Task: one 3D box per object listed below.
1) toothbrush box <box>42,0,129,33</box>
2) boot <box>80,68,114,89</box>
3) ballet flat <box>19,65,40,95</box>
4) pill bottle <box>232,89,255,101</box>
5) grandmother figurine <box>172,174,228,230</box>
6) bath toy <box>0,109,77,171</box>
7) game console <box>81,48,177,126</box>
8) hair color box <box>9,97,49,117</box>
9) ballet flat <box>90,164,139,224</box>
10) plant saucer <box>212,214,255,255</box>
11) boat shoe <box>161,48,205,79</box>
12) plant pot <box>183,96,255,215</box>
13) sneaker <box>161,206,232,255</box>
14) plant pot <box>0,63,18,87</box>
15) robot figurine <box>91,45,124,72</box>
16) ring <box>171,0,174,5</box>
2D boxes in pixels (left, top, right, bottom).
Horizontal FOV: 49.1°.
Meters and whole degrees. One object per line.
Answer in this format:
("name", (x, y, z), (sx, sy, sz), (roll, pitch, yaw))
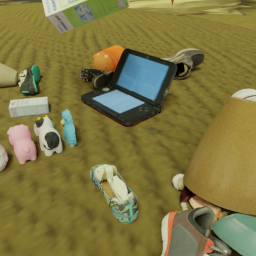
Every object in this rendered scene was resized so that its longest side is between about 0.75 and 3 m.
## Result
("toothbrush box", (-1.227, -3.776, 7.600), (2.118, 0.912, 1.542), (-18, 75, 10))
("boot", (-1.355, -2.016, 11.144), (1.191, 0.579, 1.581), (13, 30, 18))
("ballet flat", (-3.878, -1.921, 10.915), (0.722, 0.718, 2.111), (-13, 32, -5))
("pill bottle", (3.319, -0.051, 7.188), (1.394, 1.394, 2.483), (3, 31, 6))
("grandmother figurine", (1.406, 1.411, 5.739), (0.811, 0.405, 1.338), (-17, 37, -25))
("bath toy", (-2.558, 0.279, 7.103), (2.468, 0.912, 1.073), (-21, 37, -29))
("game console", (-0.066, -1.484, 9.364), (2.238, 1.541, 2.597), (-25, 39, -35))
("hair color box", (-3.235, -0.699, 9.209), (1.194, 0.362, 0.591), (-7, 32, -12))
("ballet flat", (-0.310, 1.158, 5.930), (0.687, 0.687, 1.851), (-17, 35, -25))
("plant saucer", (2.244, 1.758, 4.263), (1.857, 0.334, 1.857), (20, 2, -1))
("boat shoe", (2.165, -2.500, 11.717), (2.806, 1.045, 1.029), (-24, 48, -20))
("plant pot", (2.161, 0.391, 5.498), (1.761, 1.890, 1.761), (11, 13, -2))
("sneaker", (0.995, 1.981, 3.976), (0.973, 0.916, 2.377), (-33, 23, 23))
("plant pot", (-4.939, -2.050, 10.920), (1.145, 1.072, 1.072), (9, 30, -11))
("robot figurine", (-0.713, -2.924, 12.160), (1.094, 1.350, 1.876), (-33, 4, 47))
("ring", (1.396, -4.207, 8.349), (0.097, 1.007, 1.007), (12, 33, 6))
